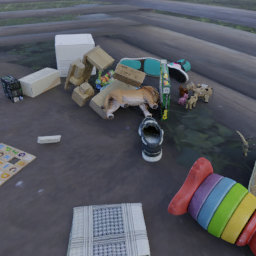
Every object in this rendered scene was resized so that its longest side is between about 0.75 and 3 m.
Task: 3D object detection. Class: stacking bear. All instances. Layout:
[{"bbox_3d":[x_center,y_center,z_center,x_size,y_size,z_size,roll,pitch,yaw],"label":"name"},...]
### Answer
[{"bbox_3d":[2.510,2.045,6.490,2.580,1.567,1.467,33,5,30],"label":"stacking bear"}]

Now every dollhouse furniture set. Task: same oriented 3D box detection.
[{"bbox_3d":[-1.447,-1.625,12.795,2.731,2.225,2.597,42,53,5],"label":"dollhouse furniture set"}]

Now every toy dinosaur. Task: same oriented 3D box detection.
[{"bbox_3d":[3.712,0.489,8.745,0.469,1.065,0.253,-18,24,13],"label":"toy dinosaur"}]

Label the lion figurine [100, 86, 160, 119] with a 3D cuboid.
[{"bbox_3d":[0.122,-1.166,11.255,2.829,1.025,1.732,5,39,-23],"label":"lion figurine"}]

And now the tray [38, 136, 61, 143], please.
[{"bbox_3d":[-2.756,0.418,9.806,0.771,0.414,0.085,-4,60,-23],"label":"tray"}]

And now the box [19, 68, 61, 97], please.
[{"bbox_3d":[-4.273,-2.245,13.632,0.895,0.733,1.886,19,38,27],"label":"box"}]

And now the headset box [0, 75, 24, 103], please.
[{"bbox_3d":[-5.291,-1.797,12.754,0.507,0.952,1.093,-28,41,-34],"label":"headset box"}]

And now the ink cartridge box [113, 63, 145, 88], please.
[{"bbox_3d":[0.031,-2.071,11.152,1.157,0.435,0.953,20,-6,-6],"label":"ink cartridge box"}]

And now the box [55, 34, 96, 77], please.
[{"bbox_3d":[-2.902,-4.037,15.431,2.067,1.770,2.056,-6,34,-10],"label":"box"}]

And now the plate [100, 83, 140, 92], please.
[{"bbox_3d":[-0.341,-1.677,13.217,1.954,0.250,1.954,1,33,0],"label":"plate"}]

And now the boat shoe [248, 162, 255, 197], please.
[{"bbox_3d":[3.992,1.299,7.877,0.994,1.056,2.773,10,34,16],"label":"boat shoe"}]

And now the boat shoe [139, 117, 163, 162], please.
[{"bbox_3d":[0.852,0.162,9.929,0.913,0.729,2.415,-2,33,-3],"label":"boat shoe"}]

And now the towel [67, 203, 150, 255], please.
[{"bbox_3d":[-0.480,2.551,6.621,1.863,0.334,1.935,-2,34,-3],"label":"towel"}]

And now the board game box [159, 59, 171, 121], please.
[{"bbox_3d":[1.560,-1.720,12.084,0.349,1.560,2.977,3,32,3],"label":"board game box"}]

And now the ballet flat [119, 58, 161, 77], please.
[{"bbox_3d":[0.906,-3.413,15.424,2.782,0.966,0.966,10,34,16],"label":"ballet flat"}]

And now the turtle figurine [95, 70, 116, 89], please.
[{"bbox_3d":[-0.948,-2.576,13.501,1.003,1.394,1.351,15,22,29],"label":"turtle figurine"}]

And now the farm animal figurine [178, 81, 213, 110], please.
[{"bbox_3d":[3.010,-1.577,12.475,1.661,0.876,1.679,-3,33,-5],"label":"farm animal figurine"}]

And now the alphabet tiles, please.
[{"bbox_3d":[-4.233,1.224,8.906,1.648,0.074,1.971,16,36,23],"label":"alphabet tiles"}]

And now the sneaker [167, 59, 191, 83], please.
[{"bbox_3d":[2.892,-3.039,14.847,1.199,0.830,1.986,-23,37,-16],"label":"sneaker"}]
